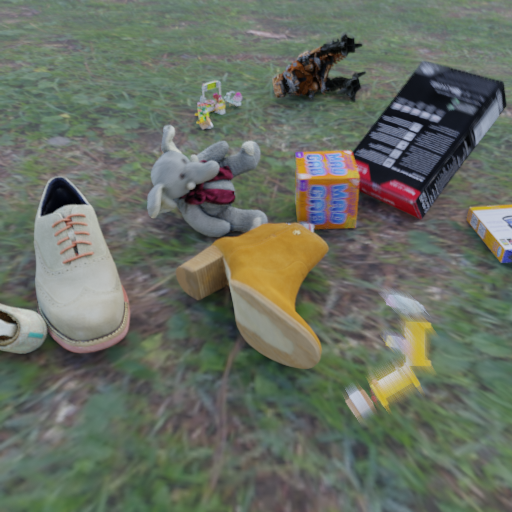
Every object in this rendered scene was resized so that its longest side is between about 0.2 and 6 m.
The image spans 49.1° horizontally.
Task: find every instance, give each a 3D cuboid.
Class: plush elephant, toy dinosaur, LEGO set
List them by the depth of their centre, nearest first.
[{"bbox_3d":[1.613,1.248,6.640,0.700,1.522,0.566,25,-6,3],"label":"LEGO set"},{"bbox_3d":[-1.050,-1.306,9.797,2.222,1.721,1.830,-3,77,19],"label":"plush elephant"},{"bbox_3d":[-1.188,-4.033,14.704,0.914,0.739,1.986,15,38,21],"label":"LEGO set"},{"bbox_3d":[1.786,-5.461,16.142,2.315,1.743,3.412,5,54,34],"label":"toy dinosaur"}]

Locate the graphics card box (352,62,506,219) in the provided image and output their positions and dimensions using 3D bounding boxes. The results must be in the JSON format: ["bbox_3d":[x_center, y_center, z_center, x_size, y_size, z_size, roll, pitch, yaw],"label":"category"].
[{"bbox_3d":[3.257,-2.332,11.031,1.864,0.756,2.972,32,82,38],"label":"graphics card box"}]

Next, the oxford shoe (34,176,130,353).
[{"bbox_3d":[-2.820,0.016,8.450,1.273,1.328,3.597,-16,38,-21],"label":"oxford shoe"}]

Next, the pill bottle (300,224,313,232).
[{"bbox_3d":[0.654,-0.374,9.829,0.672,0.389,0.389,1,35,2],"label":"pill bottle"}]

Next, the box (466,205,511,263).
[{"bbox_3d":[4.512,-0.365,9.891,0.947,0.330,1.591,-4,38,-5],"label":"box"}]

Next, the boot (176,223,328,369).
[{"bbox_3d":[0.420,0.317,8.278,2.109,1.037,2.946,-29,40,-32],"label":"boot"}]

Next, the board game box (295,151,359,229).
[{"bbox_3d":[1.281,-1.225,10.398,1.064,1.065,1.064,-1,37,2],"label":"board game box"}]

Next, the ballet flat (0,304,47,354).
[{"bbox_3d":[-4.030,0.840,7.641,2.332,0.787,0.727,6,-8,7],"label":"ballet flat"}]
